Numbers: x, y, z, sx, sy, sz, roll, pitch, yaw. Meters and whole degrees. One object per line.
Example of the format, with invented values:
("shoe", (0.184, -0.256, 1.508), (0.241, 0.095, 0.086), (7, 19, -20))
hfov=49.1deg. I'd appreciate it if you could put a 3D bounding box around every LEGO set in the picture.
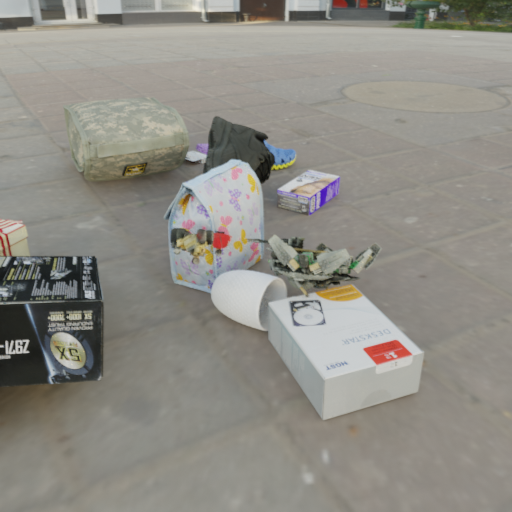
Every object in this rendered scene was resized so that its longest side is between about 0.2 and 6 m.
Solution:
("LEGO set", (0.372, 0.165, 8.577), (3.388, 0.960, 2.200), (4, 2, -5))

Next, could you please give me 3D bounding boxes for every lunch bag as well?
("lunch bag", (-0.702, -0.590, 9.733), (1.228, 1.931, 1.638), (16, 33, 26))
("lunch bag", (-3.322, -2.937, 14.241), (2.566, 1.839, 3.128), (-12, 26, -21))

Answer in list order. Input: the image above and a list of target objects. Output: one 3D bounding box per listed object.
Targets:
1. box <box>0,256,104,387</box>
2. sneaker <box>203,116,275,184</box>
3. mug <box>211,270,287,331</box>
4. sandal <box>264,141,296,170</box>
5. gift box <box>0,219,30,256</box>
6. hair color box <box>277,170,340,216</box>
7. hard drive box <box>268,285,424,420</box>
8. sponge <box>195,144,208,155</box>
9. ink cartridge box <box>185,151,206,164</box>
("box", (-3.059, 0.748, 7.334), (1.989, 1.046, 2.429), (0, 12, -18))
("sneaker", (-0.381, -1.938, 12.498), (1.593, 1.333, 3.510), (8, 47, -4))
("mug", (-0.078, 0.624, 8.756), (0.991, 0.834, 1.130), (13, 10, 31))
("sandal", (0.174, -2.738, 14.961), (1.864, 0.811, 0.741), (-5, 27, -13))
("gift box", (-4.571, -0.043, 9.412), (1.258, 1.273, 1.363), (10, 31, 17))
("hair color box", (1.224, -1.485, 12.940), (0.845, 0.501, 1.546), (17, 34, 27))
("hard drive box", (1.141, 1.225, 7.654), (1.414, 0.697, 1.815), (-11, 30, -19))
("sponge", (-1.029, -2.705, 14.412), (0.602, 0.161, 1.080), (29, 24, 17))
("ink cartridge box", (-1.748, -2.712, 15.578), (0.734, 0.160, 0.637), (24, 37, 37))
